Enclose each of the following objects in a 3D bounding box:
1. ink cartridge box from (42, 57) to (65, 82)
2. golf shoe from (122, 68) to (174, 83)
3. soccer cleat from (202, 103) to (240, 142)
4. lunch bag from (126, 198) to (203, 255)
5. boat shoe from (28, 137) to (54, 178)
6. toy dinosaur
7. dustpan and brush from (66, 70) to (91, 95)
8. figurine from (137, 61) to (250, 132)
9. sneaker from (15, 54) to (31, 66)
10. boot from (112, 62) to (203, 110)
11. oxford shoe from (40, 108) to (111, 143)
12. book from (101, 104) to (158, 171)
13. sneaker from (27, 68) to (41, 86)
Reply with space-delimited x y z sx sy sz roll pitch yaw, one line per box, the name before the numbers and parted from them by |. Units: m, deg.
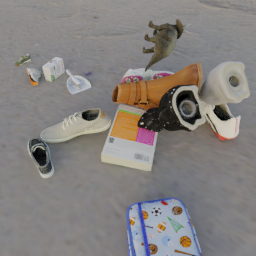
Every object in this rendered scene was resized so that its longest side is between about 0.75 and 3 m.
ink cartridge box | -3.150 -2.504 11.917 0.386 0.666 0.920 18 46 19
golf shoe | 1.030 -2.018 11.228 2.523 0.950 1.155 4 39 2
soccer cleat | 2.786 -0.669 9.566 0.910 1.130 2.653 -18 46 -19
lunch bag | 0.722 2.596 6.303 1.601 0.755 1.997 -6 42 -4
boat shoe | -2.623 0.738 8.428 0.599 0.589 1.661 -23 47 -23
toy dinosaur | 1.314 -3.263 10.494 1.330 1.001 2.601 20 69 26
dustpan and brush | -2.221 -1.981 11.556 0.933 0.383 1.337 -25 48 -25
figurine | 1.759 -0.764 8.233 2.702 2.637 1.163 -28 93 -20
sneaker | -4.856 -3.156 12.858 0.270 0.361 0.804 32 51 30
boot | 0.802 -1.211 8.769 2.263 2.925 1.078 5 71 -15
oxford shoe | -1.751 -0.132 9.059 2.406 0.695 0.905 -13 42 10
book | 0.181 0.251 9.034 1.533 0.552 2.295 12 44 6
sneaker | -3.884 -2.219 11.800 0.547 0.450 1.189 -16 46 -23
